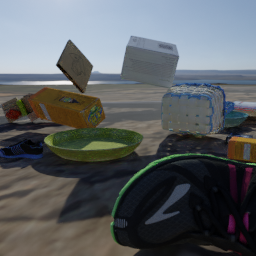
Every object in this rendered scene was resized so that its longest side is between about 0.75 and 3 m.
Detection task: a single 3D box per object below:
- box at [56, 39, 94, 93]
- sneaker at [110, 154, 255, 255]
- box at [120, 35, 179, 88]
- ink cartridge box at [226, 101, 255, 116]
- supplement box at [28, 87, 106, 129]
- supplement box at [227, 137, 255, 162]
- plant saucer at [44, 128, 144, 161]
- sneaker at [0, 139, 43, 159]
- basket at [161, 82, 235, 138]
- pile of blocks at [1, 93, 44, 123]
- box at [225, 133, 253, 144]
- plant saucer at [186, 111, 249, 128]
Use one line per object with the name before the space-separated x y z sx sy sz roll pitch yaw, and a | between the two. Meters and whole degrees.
box | -1.968 -2.359 10.606 0.188 1.448 1.771 -22 38 27
sneaker | 1.177 0.846 2.969 2.737 1.050 1.147 -3 7 -9
box | 0.691 -2.128 8.892 1.616 1.056 1.607 11 29 0
ink cartridge box | 5.184 -0.861 11.477 2.060 0.637 2.540 11 0 45
supplement box | -2.040 -0.646 9.159 2.648 0.911 0.881 13 44 36
supplement box | 2.953 0.517 6.138 1.398 0.481 0.465 5 13 32
plant saucer | -0.824 0.390 7.001 2.427 0.377 2.427 0 12 0
sneaker | -2.491 0.459 6.506 1.085 0.423 0.380 1 12 5
basket | 2.075 -0.616 8.786 2.053 1.620 2.329 8 22 31
pile of blocks | -3.491 -0.755 10.853 2.772 1.138 0.861 -2 11 -11
box | 3.131 0.320 7.874 0.624 0.170 0.779 6 13 30
plant saucer | 3.332 -0.370 10.738 2.351 0.423 2.351 0 12 0
